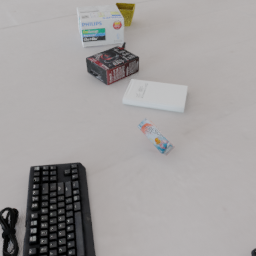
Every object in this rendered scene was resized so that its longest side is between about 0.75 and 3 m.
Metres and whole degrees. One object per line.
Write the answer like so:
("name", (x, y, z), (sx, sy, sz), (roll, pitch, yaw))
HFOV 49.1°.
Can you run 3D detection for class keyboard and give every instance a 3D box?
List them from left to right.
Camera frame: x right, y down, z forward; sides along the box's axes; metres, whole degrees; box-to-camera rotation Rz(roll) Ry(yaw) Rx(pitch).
("keyboard", (-1.492, 1.736, 4.998), (1.671, 0.357, 2.783), (-8, 41, -8))

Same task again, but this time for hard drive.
("hard drive", (0.815, -0.967, 8.141), (1.726, 0.227, 1.138), (10, 42, 11))

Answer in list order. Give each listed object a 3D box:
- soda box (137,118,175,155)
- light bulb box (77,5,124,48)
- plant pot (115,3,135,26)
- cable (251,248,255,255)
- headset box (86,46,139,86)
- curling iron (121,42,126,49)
("soda box", (0.646, 0.192, 6.517), (0.302, 0.325, 0.949), (-48, 59, 11))
("light bulb box", (-1.099, -4.042, 11.017), (1.649, 1.038, 1.663), (-8, 42, -9))
("plant pot", (-0.159, -4.931, 12.244), (0.867, 0.764, 0.867), (6, 41, 7))
("cable", (2.543, 2.326, 3.879), (1.414, 0.440, 1.733), (-17, 30, 20))
("headset box", (-0.554, -2.030, 9.091), (1.507, 0.565, 1.120), (-30, 50, -30))
("curling iron", (-0.262, -2.911, 10.332), (0.320, 0.165, 1.291), (45, 39, -17))
